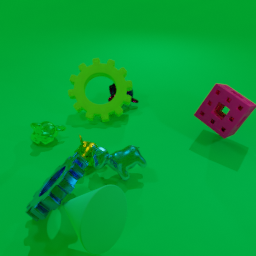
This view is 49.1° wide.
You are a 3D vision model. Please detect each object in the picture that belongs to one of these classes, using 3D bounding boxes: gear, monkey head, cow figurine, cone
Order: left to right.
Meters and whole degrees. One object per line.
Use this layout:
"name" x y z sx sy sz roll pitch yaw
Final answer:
"monkey head" -2.396 0.024 7.961 1.151 0.828 0.694 3 43 13
"gear" -1.459 1.178 5.787 0.284 1.535 1.535 44 37 -13
"cone" -0.807 1.479 4.995 1.147 1.142 1.142 5 32 38
"monkey head" -1.014 0.651 7.108 1.026 0.738 0.618 42 86 2
"gear" -0.871 -1.212 8.948 1.994 1.994 0.369 0 -9 -2
"cow figurine" -0.259 0.702 6.761 1.171 1.153 0.643 -35 3 -6
"monkey head" -0.256 -1.189 9.511 0.793 1.316 0.947 -30 18 30

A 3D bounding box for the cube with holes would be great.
"cube with holes" 2.695 -0.488 7.738 1.045 1.045 1.045 42 26 23
